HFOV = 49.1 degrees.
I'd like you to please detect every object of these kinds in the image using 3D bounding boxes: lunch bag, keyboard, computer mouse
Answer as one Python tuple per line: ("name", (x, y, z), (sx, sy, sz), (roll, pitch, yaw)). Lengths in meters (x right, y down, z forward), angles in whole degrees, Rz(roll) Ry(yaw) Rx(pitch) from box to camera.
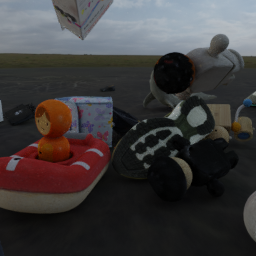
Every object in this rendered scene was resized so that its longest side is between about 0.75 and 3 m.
("lunch bag", (-1.029, -0.132, 6.526), (1.334, 1.131, 0.848), (2, 16, -4))
("keyboard", (-3.524, -0.418, 9.444), (1.017, 0.387, 1.954), (-32, 28, -19))
("computer mouse", (-0.067, -0.103, 7.661), (1.606, 0.526, 2.287), (20, 9, -46))

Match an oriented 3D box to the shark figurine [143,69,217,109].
("shark figurine", (1.932, -1.114, 11.051), (3.084, 1.843, 1.287), (10, 32, -36))

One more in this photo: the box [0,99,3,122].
("box", (-4.612, -0.426, 8.414), (1.031, 0.720, 1.354), (2, 15, 6))

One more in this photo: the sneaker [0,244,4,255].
("sneaker", (-1.368, 1.438, 1.830), (0.743, 0.636, 1.811), (-14, 13, -8))

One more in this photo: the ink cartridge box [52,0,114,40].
("ink cartridge box", (-0.943, -2.872, 6.144), (0.768, 1.303, 2.263), (36, -7, -1))

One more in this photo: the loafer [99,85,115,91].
("loafer", (-1.215, -2.331, 16.330), (0.973, 0.352, 0.354), (-9, 18, -28))

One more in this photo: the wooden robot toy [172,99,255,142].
("wooden robot toy", (2.188, 0.121, 6.538), (2.644, 1.165, 1.200), (1, 50, 15))

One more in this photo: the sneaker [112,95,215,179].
("sneaker", (0.676, 0.329, 5.734), (2.787, 1.072, 1.235), (-26, -10, -39))

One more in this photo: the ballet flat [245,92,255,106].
("ballet flat", (5.586, -1.178, 10.832), (0.992, 0.938, 2.944), (-3, 15, -9))

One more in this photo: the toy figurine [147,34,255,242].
("toy figurine", (1.412, 0.012, 3.564), (1.679, 2.376, 2.414), (-14, 20, -34))

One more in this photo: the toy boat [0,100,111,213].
("toy boat", (-1.140, 0.288, 4.287), (1.441, 1.444, 2.209), (3, 15, 12))
